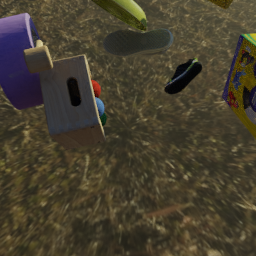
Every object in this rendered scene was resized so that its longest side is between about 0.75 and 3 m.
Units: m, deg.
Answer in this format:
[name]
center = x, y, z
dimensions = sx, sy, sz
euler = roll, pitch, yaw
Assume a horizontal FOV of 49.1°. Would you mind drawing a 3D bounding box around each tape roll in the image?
[tape roll]
center = -2.446, -1.529, 6.609
dimensions = 0.886, 2.085, 2.085
euler = -16, 53, -5

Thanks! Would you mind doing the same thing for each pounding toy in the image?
[pounding toy]
center = -1.121, -0.881, 5.495
dimensions = 1.080, 2.361, 2.074
euler = -13, 75, -4

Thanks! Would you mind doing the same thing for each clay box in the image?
[clay box]
center = 2.358, -0.423, 4.425
dimensions = 0.550, 1.327, 2.310
euler = -5, 40, -9

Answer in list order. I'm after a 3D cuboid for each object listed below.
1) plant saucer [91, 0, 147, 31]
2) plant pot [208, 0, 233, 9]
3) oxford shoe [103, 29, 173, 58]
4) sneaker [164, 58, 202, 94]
[plant saucer]
center = -0.384, -3.300, 7.325
dimensions = 2.235, 2.235, 0.347
euler = 36, 101, 25
[plant pot]
center = 2.601, -4.030, 7.740
dimensions = 1.226, 1.218, 1.255
euler = 24, 50, -5
[oxford shoe]
center = 0.288, -2.418, 8.089
dimensions = 2.179, 0.629, 0.819
euler = 3, 93, 24
[sneaker]
center = 1.125, -1.105, 5.926
dimensions = 0.979, 0.351, 0.405
euler = -38, 47, -1
